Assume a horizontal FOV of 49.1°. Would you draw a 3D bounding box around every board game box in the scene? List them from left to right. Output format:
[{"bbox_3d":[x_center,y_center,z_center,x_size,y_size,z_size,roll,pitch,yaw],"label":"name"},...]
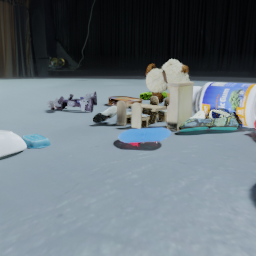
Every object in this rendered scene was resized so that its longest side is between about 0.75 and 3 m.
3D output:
[{"bbox_3d":[0.493,0.331,8.211,1.554,0.303,1.228,-4,17,9],"label":"board game box"}]

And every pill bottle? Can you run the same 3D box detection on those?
[{"bbox_3d":[3.667,-0.966,10.891,2.824,1.583,1.583,11,17,43],"label":"pill bottle"}]

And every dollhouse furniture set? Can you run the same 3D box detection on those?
[{"bbox_3d":[1.109,-0.955,10.652,2.478,1.646,2.172,12,17,41],"label":"dollhouse furniture set"}]

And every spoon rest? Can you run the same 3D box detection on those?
[{"bbox_3d":[-3.691,0.502,6.708,1.467,0.895,2.952,5,1,17],"label":"spoon rest"}]

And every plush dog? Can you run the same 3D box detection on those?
[{"bbox_3d":[1.791,-2.235,13.033,1.915,2.230,1.789,-16,-9,2],"label":"plush dog"}]

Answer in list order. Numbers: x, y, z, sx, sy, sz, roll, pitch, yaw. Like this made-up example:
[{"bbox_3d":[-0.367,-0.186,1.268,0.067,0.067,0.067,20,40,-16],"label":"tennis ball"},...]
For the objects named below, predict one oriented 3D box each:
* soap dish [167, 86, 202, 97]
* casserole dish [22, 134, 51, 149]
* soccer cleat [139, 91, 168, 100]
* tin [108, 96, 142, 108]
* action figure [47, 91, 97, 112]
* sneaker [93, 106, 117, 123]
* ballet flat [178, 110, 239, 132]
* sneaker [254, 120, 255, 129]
[{"bbox_3d":[3.665,-1.615,14.806,2.586,1.050,2.035,11,17,37],"label":"soap dish"},{"bbox_3d":[-2.716,0.366,8.196,0.663,0.212,1.095,-11,16,-39],"label":"casserole dish"},{"bbox_3d":[1.638,-2.147,18.023,1.843,0.622,0.747,-4,19,-3],"label":"soccer cleat"},{"bbox_3d":[-0.165,-1.446,15.453,1.306,0.488,2.332,-14,18,-32],"label":"tin"},{"bbox_3d":[-2.836,-1.265,13.815,2.531,0.878,1.647,-1,19,13],"label":"action figure"},{"bbox_3d":[-0.854,-0.468,10.769,1.157,0.416,0.419,-31,-17,-28],"label":"sneaker"},{"bbox_3d":[2.726,-0.258,9.606,2.145,0.796,0.796,-1,13,-14],"label":"ballet flat"},{"bbox_3d":[4.829,0.051,8.148,1.205,1.093,2.838,-9,5,-12],"label":"sneaker"}]
